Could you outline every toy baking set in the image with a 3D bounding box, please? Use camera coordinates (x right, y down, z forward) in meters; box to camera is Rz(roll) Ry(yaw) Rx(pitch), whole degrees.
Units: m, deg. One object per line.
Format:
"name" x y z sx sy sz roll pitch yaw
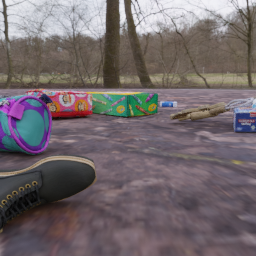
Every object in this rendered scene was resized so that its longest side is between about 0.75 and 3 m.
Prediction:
"toy baking set" 2.433 -0.486 7.699 2.490 0.290 1.911 -11 -2 -1

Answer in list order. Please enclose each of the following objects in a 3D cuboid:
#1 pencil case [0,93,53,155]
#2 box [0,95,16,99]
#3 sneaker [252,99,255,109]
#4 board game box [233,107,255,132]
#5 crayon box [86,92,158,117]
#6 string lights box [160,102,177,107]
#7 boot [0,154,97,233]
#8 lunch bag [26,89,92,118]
"pencil case" -2.445 -0.136 4.918 2.317 1.071 0.986 3 49 26
"box" -4.018 -0.434 7.312 2.138 0.492 1.700 5 23 24
"sneaker" 5.201 -0.647 9.338 1.964 0.751 0.793 0 21 24
"board game box" 3.391 -0.251 7.299 1.607 0.496 1.606 1 10 5
"crayon box" -0.381 -0.963 10.649 1.587 0.778 2.672 -9 13 -44
"string lights box" 1.942 -1.139 13.434 0.768 0.226 0.395 3 10 18
"boot" -0.879 0.635 2.388 1.237 0.479 0.856 -14 15 -3
"lunch bag" -2.299 -0.906 9.805 2.045 0.951 2.322 -7 12 -36
